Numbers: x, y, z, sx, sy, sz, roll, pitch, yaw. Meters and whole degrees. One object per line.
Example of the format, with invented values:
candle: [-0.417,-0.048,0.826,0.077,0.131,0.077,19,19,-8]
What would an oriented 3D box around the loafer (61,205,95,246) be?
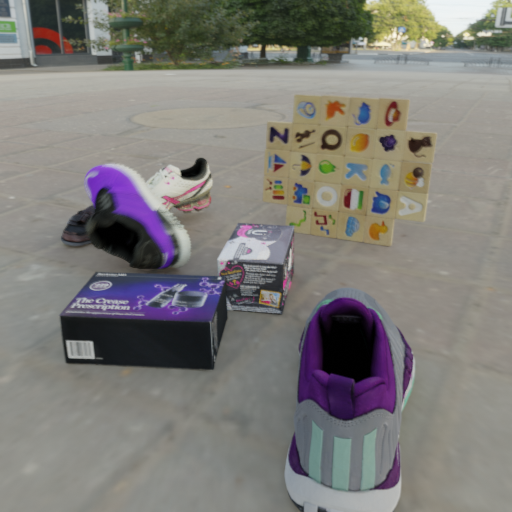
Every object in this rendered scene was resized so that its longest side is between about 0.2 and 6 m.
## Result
loafer: [-3.209,-0.833,11.173,0.745,0.653,2.073,13,25,12]

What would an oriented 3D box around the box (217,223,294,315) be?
box: [0.029,0.139,8.661,1.005,0.872,1.521,4,23,9]

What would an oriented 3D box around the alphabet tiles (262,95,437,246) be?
alphabet tiles: [1.634,-1.613,10.509,3.197,2.660,0.101,10,18,22]

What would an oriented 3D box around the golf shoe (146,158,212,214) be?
golf shoe: [-1.951,-1.302,11.239,2.445,1.126,0.888,-26,44,-38]

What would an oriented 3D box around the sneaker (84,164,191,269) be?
sneaker: [-2.360,-0.700,9.432,2.667,0.927,1.327,41,35,27]

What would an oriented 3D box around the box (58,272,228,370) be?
box: [-1.387,0.803,7.324,1.876,0.740,1.324,2,20,4]

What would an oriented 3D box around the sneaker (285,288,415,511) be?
sneaker: [1.101,0.902,5.929,1.366,1.607,3.672,3,24,7]
